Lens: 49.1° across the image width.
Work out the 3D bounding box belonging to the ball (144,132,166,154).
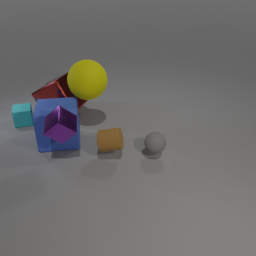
[{"bbox_3d":[0.872,0.466,8.962,0.700,0.700,0.700,0,30,0],"label":"ball"}]

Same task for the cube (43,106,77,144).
[{"bbox_3d":[-1.990,-0.091,8.271,0.700,0.700,0.700,-34,44,27],"label":"cube"}]

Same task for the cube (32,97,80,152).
[{"bbox_3d":[-2.451,-0.145,9.842,1.400,1.400,1.400,-4,30,-8],"label":"cube"}]

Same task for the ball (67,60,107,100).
[{"bbox_3d":[-1.435,-1.701,9.923,1.400,1.400,1.400,0,30,0],"label":"ball"}]

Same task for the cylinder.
[{"bbox_3d":[-0.551,0.371,8.825,0.700,0.700,0.700,-8,28,10],"label":"cylinder"}]

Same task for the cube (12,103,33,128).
[{"bbox_3d":[-4.192,-0.510,11.176,0.700,0.700,0.700,-8,33,-14],"label":"cube"}]

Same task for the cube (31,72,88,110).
[{"bbox_3d":[-2.692,-1.280,11.361,1.400,1.400,1.400,-20,20,28],"label":"cube"}]
